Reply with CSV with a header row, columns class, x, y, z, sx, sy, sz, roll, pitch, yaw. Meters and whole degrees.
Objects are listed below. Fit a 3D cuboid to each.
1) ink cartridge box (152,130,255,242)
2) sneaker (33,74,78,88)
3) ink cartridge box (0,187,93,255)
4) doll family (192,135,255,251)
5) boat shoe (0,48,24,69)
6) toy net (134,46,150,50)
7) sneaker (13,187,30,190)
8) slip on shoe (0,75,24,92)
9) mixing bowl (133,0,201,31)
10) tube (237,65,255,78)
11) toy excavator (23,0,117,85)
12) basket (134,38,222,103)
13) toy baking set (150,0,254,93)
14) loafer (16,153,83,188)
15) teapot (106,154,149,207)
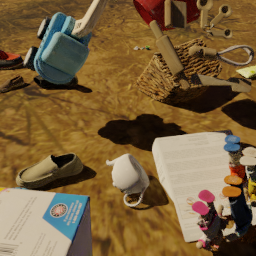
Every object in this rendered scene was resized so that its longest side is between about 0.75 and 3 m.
class,x,y,z,sx,sy,sz,roll,pitch,yaw
ink cartridge box,1.894,1.305,6.755,2.116,0.743,2.604,-6,58,-9
sneaker,-2.765,-1.810,10.756,1.798,0.672,0.955,16,43,36
ink cartridge box,-1.970,2.154,4.182,2.510,1.815,1.848,5,27,6
doll family,2.270,1.420,5.506,1.112,1.532,2.468,8,46,41
boat shoe,-6.034,-3.188,12.341,2.776,0.869,0.988,5,35,4
toy net,0.692,-4.076,14.121,0.808,0.156,0.424,1,37,2
sneaker,-2.779,1.874,5.812,1.851,0.694,0.802,-20,47,-12
slip on shoe,-4.573,-1.710,10.779,1.150,0.349,0.437,-26,44,-30
mixing bowl,0.892,-3.572,7.897,1.157,2.136,2.136,-39,42,4
tube,5.491,-2.431,11.705,1.797,0.466,0.521,-15,-1,-13
toy excavator,-1.330,-2.331,7.085,1.351,2.631,2.705,24,0,-33
basket,1.950,-1.828,10.541,2.650,1.974,1.891,-27,77,-31
toy baking set,1.707,-1.763,6.124,1.987,2.589,0.301,-25,1,-8
loafer,-1.957,0.981,6.982,1.655,0.565,0.626,-16,40,-21
teapot,-0.024,1.176,6.598,0.747,1.010,1.023,-37,14,9
